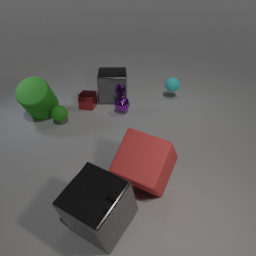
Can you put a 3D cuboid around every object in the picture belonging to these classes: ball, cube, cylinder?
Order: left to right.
[{"bbox_3d":[-3.869,-1.256,12.050,1.400,1.400,1.400,-2,66,5],"label":"cylinder"},{"bbox_3d":[-2.913,-0.617,11.893,0.700,0.700,0.700,0,32,0],"label":"ball"},{"bbox_3d":[-1.904,-1.321,13.247,0.700,0.700,0.700,7,32,12],"label":"cube"},{"bbox_3d":[-0.751,1.983,7.063,1.400,1.400,1.400,20,54,28],"label":"cube"},{"bbox_3d":[-0.761,-2.109,13.858,1.400,1.400,1.400,-1,32,-1],"label":"cube"},{"bbox_3d":[-0.266,-1.085,12.752,0.700,0.700,0.700,0,32,0],"label":"ball"},{"bbox_3d":[0.510,1.043,8.283,1.400,1.400,1.400,19,74,23],"label":"cube"},{"bbox_3d":[2.223,-2.171,13.998,0.700,0.700,0.700,0,32,0],"label":"ball"}]
